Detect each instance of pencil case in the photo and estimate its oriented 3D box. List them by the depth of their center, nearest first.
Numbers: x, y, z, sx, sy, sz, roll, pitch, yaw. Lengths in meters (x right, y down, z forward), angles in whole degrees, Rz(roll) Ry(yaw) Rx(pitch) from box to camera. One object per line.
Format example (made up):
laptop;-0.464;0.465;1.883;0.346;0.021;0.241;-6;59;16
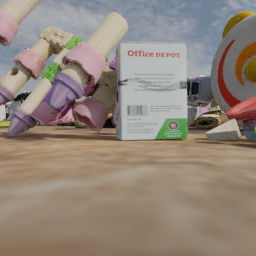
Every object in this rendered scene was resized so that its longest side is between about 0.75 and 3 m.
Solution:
pencil case;-3.227;-0.519;13.236;0.899;0.860;2.078;44;19;19

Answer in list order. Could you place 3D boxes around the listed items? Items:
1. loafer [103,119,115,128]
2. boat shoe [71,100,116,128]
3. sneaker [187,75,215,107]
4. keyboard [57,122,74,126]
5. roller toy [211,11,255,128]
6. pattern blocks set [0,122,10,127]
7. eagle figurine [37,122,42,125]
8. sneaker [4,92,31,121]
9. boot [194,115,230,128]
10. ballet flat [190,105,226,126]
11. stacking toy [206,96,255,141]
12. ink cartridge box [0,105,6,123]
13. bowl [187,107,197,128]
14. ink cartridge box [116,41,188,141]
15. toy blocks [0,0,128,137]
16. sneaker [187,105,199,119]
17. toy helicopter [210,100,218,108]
loafer;-0.736;-0.370;9.605;1.942;0.693;0.709;0;2;25
boat shoe;-0.507;-0.739;8.802;2.595;0.876;0.934;-17;8;-17
sneaker;1.249;-1.053;7.869;1.643;0.913;2.349;3;-5;-39
keyboard;-2.345;-0.144;11.879;0.710;0.152;1.182;-6;-3;36
roller toy;3.284;-1.257;6.302;1.939;2.775;2.532;-2;10;-38
pattern blocks set;-4.927;-0.136;10.317;2.353;0.191;2.069;-1;1;-37
eagle figurine;-4.456;-0.335;14.743;0.628;0.625;0.828;-38;39;0
sneaker;-3.934;-0.837;10.740;2.269;0.754;1.027;-19;-6;28
boot;2.768;-0.189;8.521;1.179;0.445;1.346;-14;-6;27
ballet flat;3.572;-0.426;11.526;2.721;0.941;0.968;-7;24;-36
stacking toy;1.514;0.041;2.683;1.136;0.530;1.255;-31;13;-28
ink cartridge box;-4.452;-0.500;7.255;2.087;0.874;1.506;0;11;-11
bowl;1.247;-0.299;8.562;1.629;0.609;1.631;1;2;6
ink cartridge box;0.259;-0.410;3.300;0.795;1.085;0.451;0;1;-10
toy blocks;-0.957;-0.461;3.896;1.900;1.711;2.033;26;-17;24
sneaker;1.057;-0.615;10.383;2.985;1.127;1.699;-2;3;10
toy helicopter;4.915;-0.989;13.075;2.202;1.456;0.869;18;13;40
